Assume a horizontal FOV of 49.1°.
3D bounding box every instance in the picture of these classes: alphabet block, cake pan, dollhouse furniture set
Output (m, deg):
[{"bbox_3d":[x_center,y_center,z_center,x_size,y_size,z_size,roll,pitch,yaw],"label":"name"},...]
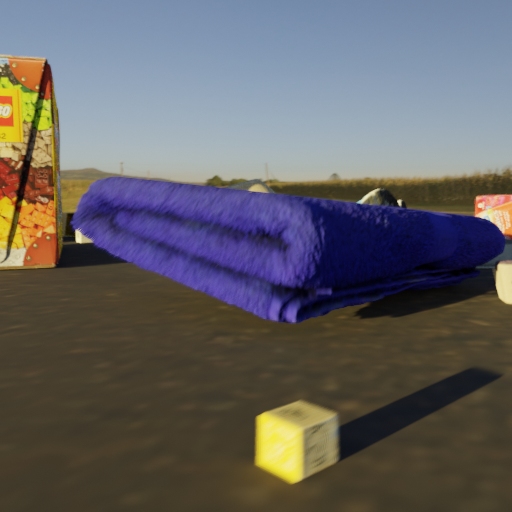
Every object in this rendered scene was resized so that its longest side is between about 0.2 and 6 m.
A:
[{"bbox_3d":[0.170,0.749,2.287,0.230,0.225,0.226,-6,7,-42],"label":"alphabet block"},{"bbox_3d":[3.621,-0.083,9.717,2.113,0.388,2.113,0,6,0],"label":"cake pan"},{"bbox_3d":[3.618,-0.408,6.594,1.843,1.651,2.326,1,6,12],"label":"dollhouse furniture set"}]

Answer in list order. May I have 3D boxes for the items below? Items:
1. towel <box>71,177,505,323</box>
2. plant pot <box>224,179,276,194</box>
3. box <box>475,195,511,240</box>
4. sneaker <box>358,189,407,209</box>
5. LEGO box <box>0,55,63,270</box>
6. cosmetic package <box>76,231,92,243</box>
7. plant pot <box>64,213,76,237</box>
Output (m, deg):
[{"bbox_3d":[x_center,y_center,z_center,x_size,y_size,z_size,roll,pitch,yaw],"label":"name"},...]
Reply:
[{"bbox_3d":[0.550,-0.146,6.240,3.085,1.035,4.178,11,8,41],"label":"towel"},{"bbox_3d":[-0.209,-0.957,11.996,1.818,1.221,1.818,-16,10,3],"label":"plant pot"},{"bbox_3d":[6.199,-0.756,12.356,2.458,1.173,1.225,-2,6,-19],"label":"box"},{"bbox_3d":[2.461,-0.525,11.751,1.363,1.188,3.031,-22,-12,23],"label":"sneaker"},{"bbox_3d":[-4.480,-1.557,10.257,1.653,3.190,4.283,-2,6,-18],"label":"LEGO box"},{"bbox_3d":[-4.126,-0.534,14.287,0.830,0.362,0.429,-4,7,-35],"label":"cosmetic package"},{"bbox_3d":[-4.971,-0.850,16.086,0.695,0.691,0.711,4,-2,35],"label":"plant pot"}]
